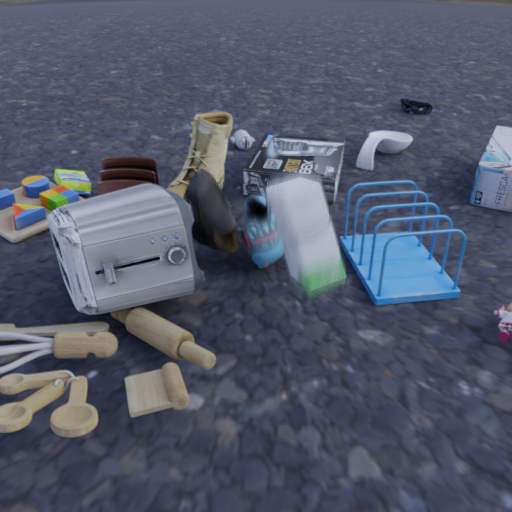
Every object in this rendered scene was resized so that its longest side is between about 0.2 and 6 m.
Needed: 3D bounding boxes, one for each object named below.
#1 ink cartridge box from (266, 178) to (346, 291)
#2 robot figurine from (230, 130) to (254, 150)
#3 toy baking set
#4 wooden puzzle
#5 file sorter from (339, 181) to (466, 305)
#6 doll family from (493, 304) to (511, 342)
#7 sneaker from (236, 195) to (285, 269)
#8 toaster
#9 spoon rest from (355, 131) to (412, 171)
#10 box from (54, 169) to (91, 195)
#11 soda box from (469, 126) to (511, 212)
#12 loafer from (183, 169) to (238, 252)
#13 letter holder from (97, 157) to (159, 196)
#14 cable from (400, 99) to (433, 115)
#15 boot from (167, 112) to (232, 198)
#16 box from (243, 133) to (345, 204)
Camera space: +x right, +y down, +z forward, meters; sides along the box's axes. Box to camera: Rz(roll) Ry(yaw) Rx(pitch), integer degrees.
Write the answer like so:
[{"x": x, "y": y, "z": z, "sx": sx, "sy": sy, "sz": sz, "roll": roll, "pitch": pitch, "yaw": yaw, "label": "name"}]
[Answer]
[{"x": 0.689, "y": -0.347, "z": 8.002, "sx": 0.595, "sy": 1.417, "sz": 1.034, "roll": -19, "pitch": 15, "yaw": -7, "label": "ink cartridge box"}, {"x": -0.372, "y": -3.137, "z": 15.129, "sx": 0.643, "sy": 0.428, "sz": 0.758, "roll": 0, "pitch": 31, "yaw": -18, "label": "robot figurine"}, {"x": -2.343, "y": 1.231, "z": 7.370, "sx": 2.714, "sy": 0.411, "sz": 3.537, "roll": -13, "pitch": 24, "yaw": -40, "label": "toy baking set"}, {"x": -4.733, "y": -1.109, "z": 11.671, "sx": 2.149, "sy": 0.498, "sz": 1.991, "roll": 21, "pitch": 37, "yaw": 31, "label": "wooden puzzle"}, {"x": 2.453, "y": -0.311, "z": 9.597, "sx": 1.440, "sy": 1.273, "sz": 2.075, "roll": -4, "pitch": 31, "yaw": -8, "label": "file sorter"}, {"x": 4.212, "y": 1.071, "z": 8.090, "sx": 1.427, "sy": 0.643, "sz": 0.886, "roll": -1, "pitch": 33, "yaw": 35, "label": "doll family"}, {"x": 0.335, "y": -0.813, "z": 10.191, "sx": 0.881, "sy": 1.061, "sz": 2.221, "roll": -29, "pitch": 21, "yaw": 37, "label": "sneaker"}, {"x": -2.144, "y": -0.189, "z": 8.842, "sx": 1.874, "sy": 1.648, "sz": 2.901, "roll": -15, "pitch": 20, "yaw": -21, "label": "toaster"}, {"x": 3.277, "y": -2.905, "z": 14.499, "sx": 1.131, "sy": 0.690, "sz": 2.277, "roll": 18, "pitch": 36, "yaw": 27, "label": "spoon rest"}, {"x": -4.148, "y": -1.681, "z": 12.659, "sx": 0.662, "sy": 0.259, "sz": 1.086, "roll": 1, "pitch": 22, "yaw": -29, "label": "box"}, {"x": 5.728, "y": -2.067, "z": 12.830, "sx": 1.028, "sy": 0.956, "sz": 3.007, "roll": 15, "pitch": 33, "yaw": 23, "label": "soda box"}, {"x": -0.681, "y": -0.708, "z": 9.355, "sx": 0.781, "sy": 2.160, "sz": 0.786, "roll": 29, "pitch": 75, "yaw": 14, "label": "loafer"}, {"x": -2.802, "y": -1.667, "z": 12.240, "sx": 1.228, "sy": 0.873, "sz": 0.617, "roll": 1, "pitch": 31, "yaw": 1, "label": "letter holder"}, {"x": 5.186, "y": -4.894, "z": 18.185, "sx": 0.980, "sy": 0.305, "sz": 1.201, "roll": 0, "pitch": 30, "yaw": 0, "label": "cable"}, {"x": -1.249, "y": -1.902, "z": 11.607, "sx": 0.871, "sy": 1.859, "sz": 2.392, "roll": 26, "pitch": 37, "yaw": 14, "label": "boot"}, {"x": 0.957, "y": -2.110, "z": 13.177, "sx": 2.051, "sy": 0.647, "sz": 2.601, "roll": 7, "pitch": 31, "yaw": 10, "label": "box"}]
